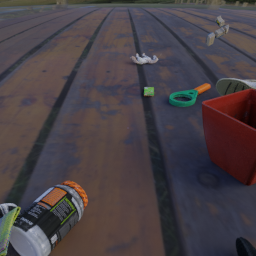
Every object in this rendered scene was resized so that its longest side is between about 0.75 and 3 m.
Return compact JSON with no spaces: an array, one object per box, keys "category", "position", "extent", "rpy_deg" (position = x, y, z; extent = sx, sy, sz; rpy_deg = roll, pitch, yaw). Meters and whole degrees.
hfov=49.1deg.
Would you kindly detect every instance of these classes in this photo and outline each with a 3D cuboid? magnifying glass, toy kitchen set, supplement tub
[{"category":"magnifying glass","position":[2.692,-1.423,11.796],"extent":[1.013,0.285,2.545],"rpy_deg":[25,40,37]},{"category":"toy kitchen set","position":[2.808,-3.170,9.123],"extent":[0.753,0.443,0.603],"rpy_deg":[-27,69,-2]},{"category":"supplement tub","position":[-1.507,1.751,5.499],"extent":[0.912,0.912,1.489],"rpy_deg":[15,32,25]}]

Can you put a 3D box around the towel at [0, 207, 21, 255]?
[{"category":"towel","position":[-2.404,2.083,4.804],"extent":[1.422,0.162,1.021],"rpy_deg":[-43,26,13]}]

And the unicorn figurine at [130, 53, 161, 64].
[{"category":"unicorn figurine","position":[0.989,-3.923,15.967],"extent":[1.554,0.574,1.067],"rpy_deg":[-24,45,-12]}]

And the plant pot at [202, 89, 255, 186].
[{"category":"plant pot","position":[3.193,0.271,7.252],"extent":[1.987,1.753,1.989],"rpy_deg":[-16,33,-26]}]

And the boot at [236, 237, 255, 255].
[{"category":"boot","position":[2.549,2.385,4.879],"extent":[0.934,0.422,1.139],"rpy_deg":[-7,38,-8]}]

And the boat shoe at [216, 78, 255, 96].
[{"category":"boat shoe","position":[4.830,-1.456,11.237],"extent":[2.571,0.961,0.879],"rpy_deg":[18,30,13]}]

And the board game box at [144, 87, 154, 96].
[{"category":"board game box","position":[0.910,-1.566,12.147],"extent":[0.420,0.132,0.879],"rpy_deg":[1,27,4]}]

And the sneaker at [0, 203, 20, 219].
[{"category":"sneaker","position":[-2.948,1.942,5.556],"extent":[0.632,0.586,1.559],"rpy_deg":[-10,7,45]}]
